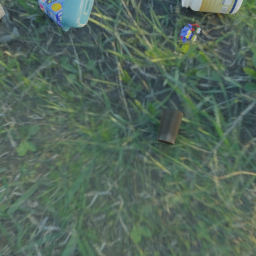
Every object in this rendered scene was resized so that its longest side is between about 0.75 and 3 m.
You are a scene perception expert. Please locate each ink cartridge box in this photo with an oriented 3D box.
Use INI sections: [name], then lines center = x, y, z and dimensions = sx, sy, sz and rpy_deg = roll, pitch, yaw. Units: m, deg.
[ink cartridge box]
center = -2.734, -4.942, 11.543
dimensions = 1.587, 0.606, 1.083
rpy_deg = 43, 76, 13

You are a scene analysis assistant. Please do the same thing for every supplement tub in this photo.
[supplement tub]
center = 3.363, -5.482, 11.192
dimensions = 2.199, 1.588, 1.588
rpy_deg = 6, 70, 1

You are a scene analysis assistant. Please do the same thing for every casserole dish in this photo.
[casserole dish]
center = -1.357, -4.260, 8.637
dimensions = 0.530, 1.653, 2.730
rpy_deg = 22, 110, -2

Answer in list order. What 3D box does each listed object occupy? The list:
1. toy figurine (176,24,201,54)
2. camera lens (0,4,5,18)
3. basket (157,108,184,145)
[toy figurine]
center = 1.645, -2.723, 8.225
dimensions = 0.490, 0.557, 0.930
rpy_deg = 39, 107, 35
[camera lens]
center = -6.473, -4.485, 10.461
dimensions = 2.820, 2.256, 2.256
rpy_deg = -38, 74, -13
[basket]
center = 1.407, -0.025, 9.586
dimensions = 0.734, 0.973, 1.080
rpy_deg = 16, 79, -2
